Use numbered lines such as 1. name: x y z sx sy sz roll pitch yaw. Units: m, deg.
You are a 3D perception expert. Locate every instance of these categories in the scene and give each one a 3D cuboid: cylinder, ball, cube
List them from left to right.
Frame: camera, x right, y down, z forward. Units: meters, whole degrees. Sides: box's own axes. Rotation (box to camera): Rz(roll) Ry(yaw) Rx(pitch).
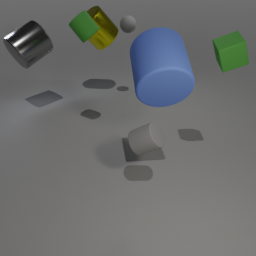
1. cylinder: -4.022 -3.375 11.362 1.400 1.400 1.400 -44 47 -19
2. cylinder: -1.372 -3.172 8.777 0.700 0.700 0.700 -37 17 13
3. cylinder: -1.393 -4.594 12.920 1.400 1.400 1.400 -25 45 28
4. ball: 0.003 -4.416 11.937 0.700 0.700 0.700 0 30 0
5. cylinder: 0.475 0.280 7.243 0.700 0.700 0.700 -24 17 30
6. cylinder: 0.802 -1.470 6.899 1.400 1.400 1.400 -3 57 -6
7. cube: 2.756 -2.054 7.544 0.700 0.700 0.700 -17 40 14
